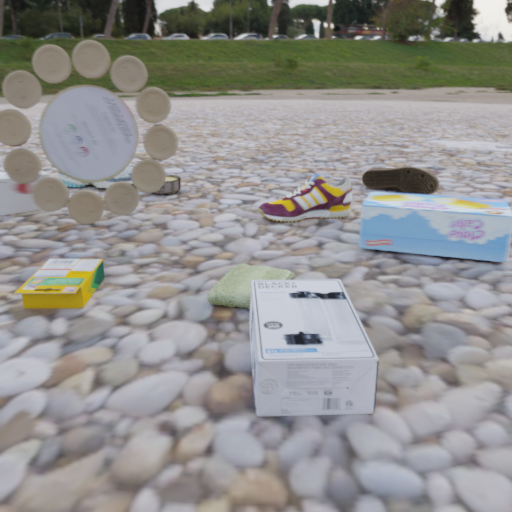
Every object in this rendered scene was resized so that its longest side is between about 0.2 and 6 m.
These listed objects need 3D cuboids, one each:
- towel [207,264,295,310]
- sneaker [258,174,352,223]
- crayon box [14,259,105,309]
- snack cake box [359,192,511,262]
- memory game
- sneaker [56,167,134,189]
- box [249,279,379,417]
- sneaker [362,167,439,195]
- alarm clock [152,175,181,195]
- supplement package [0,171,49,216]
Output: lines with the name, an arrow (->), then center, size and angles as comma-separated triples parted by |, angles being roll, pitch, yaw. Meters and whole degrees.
towel -> -0.060, 0.426, 8.255 | 1.033, 0.254, 1.393 | 5, 20, 17
sneaker -> 1.051, -1.289, 12.065 | 2.102, 0.947, 0.788 | -6, 20, -17
crayon box -> -2.803, 0.425, 8.114 | 0.851, 0.349, 1.354 | 0, 19, 1
snack cake box -> 3.219, -0.584, 10.170 | 2.489, 0.836, 1.431 | 6, 17, 17
memory game -> -3.400, -2.467, 11.334 | 3.638, 3.638, 0.232 | -4, 13, -11
sneaker -> -4.173, -2.361, 14.945 | 2.447, 1.056, 0.950 | 1, 19, 2
box -> 0.533, 0.922, 6.286 | 1.207, 0.622, 2.069 | 0, 19, -1
sneaker -> 3.800, -2.018, 14.508 | 2.035, 0.717, 0.769 | 14, 22, 33
alarm clock -> -2.380, -1.782, 14.277 | 0.855, 0.422, 1.267 | 2, 18, 4
supplement package -> -5.485, -1.455, 12.710 | 1.392, 0.844, 0.834 | -14, 24, -35
